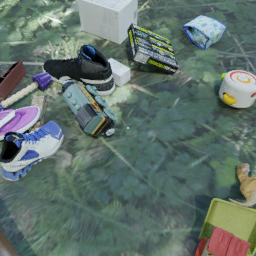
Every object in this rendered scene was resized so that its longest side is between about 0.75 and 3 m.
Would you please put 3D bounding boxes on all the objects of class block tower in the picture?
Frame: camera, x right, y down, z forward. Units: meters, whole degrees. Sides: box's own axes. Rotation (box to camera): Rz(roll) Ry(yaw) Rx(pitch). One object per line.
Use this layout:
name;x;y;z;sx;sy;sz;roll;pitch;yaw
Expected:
block tower;-2.907;-0.461;8.996;0.399;0.373;1.382;-4;53;-4

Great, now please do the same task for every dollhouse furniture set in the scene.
dollhouse furniture set;1.698;3.167;5.782;0.792;1.049;1.948;27;59;13

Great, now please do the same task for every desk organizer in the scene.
desk organizer;-4.254;-1.744;9.833;0.562;0.603;1.567;14;54;11

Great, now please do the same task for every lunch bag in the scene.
lunch bag;3.067;-3.974;11.405;1.127;0.845;1.326;-35;70;-24

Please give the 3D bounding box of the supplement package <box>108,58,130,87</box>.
supplement package;-0.430;-1.988;10.055;0.904;0.548;0.541;34;60;23

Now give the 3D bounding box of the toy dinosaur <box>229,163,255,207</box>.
toy dinosaur;3.077;1.597;6.816;1.289;0.733;2.427;7;15;17

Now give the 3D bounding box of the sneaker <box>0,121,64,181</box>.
sneaker;-2.722;0.447;7.784;0.830;1.187;2.056;32;59;21

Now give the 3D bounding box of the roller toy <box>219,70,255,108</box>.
roller toy;3.676;-1.248;9.268;1.169;0.896;1.282;6;43;0

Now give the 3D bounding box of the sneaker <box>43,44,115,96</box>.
sneaker;-1.755;-2.256;9.600;2.844;1.591;1.039;19;55;14

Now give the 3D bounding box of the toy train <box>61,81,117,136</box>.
toy train;-1.201;-0.629;8.368;0.907;1.213;2.129;-47;60;17

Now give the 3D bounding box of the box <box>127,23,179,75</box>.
box;0.909;-2.925;10.355;1.817;0.432;1.754;14;45;-27

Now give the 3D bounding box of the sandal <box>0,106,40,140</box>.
sandal;-3.886;-0.130;8.326;2.561;0.629;1.042;-19;50;0

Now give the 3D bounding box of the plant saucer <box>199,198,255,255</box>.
plant saucer;2.440;2.238;6.513;1.284;1.282;0.307;15;26;12

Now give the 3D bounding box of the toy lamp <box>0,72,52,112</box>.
toy lamp;-3.502;-1.186;9.419;0.627;0.627;2.154;34;61;24

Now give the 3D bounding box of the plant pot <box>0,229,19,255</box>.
plant pot;-3.098;2.823;5.738;1.769;1.787;1.787;38;61;16

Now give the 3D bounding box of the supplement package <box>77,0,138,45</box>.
supplement package;-0.802;-4.722;11.559;1.950;1.480;1.469;25;57;18
